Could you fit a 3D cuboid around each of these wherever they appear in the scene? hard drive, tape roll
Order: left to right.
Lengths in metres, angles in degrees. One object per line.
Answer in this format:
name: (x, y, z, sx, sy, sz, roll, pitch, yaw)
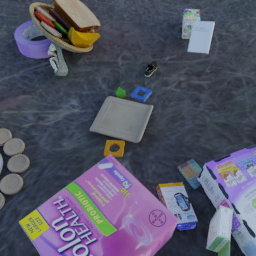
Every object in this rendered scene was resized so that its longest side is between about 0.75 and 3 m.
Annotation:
tape roll: (-3.561, -3.662, 11.392, 1.892, 0.621, 1.892, 1, 52, -1)
hard drive: (2.307, -2.863, 8.859, 0.651, 0.132, 0.987, 12, 92, 23)

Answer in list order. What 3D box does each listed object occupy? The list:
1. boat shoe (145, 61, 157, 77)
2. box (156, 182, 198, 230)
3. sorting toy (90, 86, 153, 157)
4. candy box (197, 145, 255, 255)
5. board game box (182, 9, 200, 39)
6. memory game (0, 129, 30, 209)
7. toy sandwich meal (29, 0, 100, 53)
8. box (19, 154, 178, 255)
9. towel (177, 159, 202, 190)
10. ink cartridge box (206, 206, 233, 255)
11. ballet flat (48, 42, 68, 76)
boat shoe: (0.888, -2.288, 10.552, 0.312, 0.267, 0.852, 23, 54, 17)
box: (1.242, 1.990, 7.090, 0.736, 0.257, 1.237, 1, 51, -23)
sorting toy: (-0.185, -0.236, 8.876, 1.669, 0.404, 2.964, 12, 53, 15)
candy box: (3.337, 1.771, 6.917, 2.128, 0.907, 2.537, -16, 55, -15)
board game box: (2.694, -4.452, 11.981, 0.675, 0.663, 1.287, 6, 52, 5)
memory game: (-4.293, 1.213, 7.857, 3.023, 0.193, 3.023, 0, 53, 0)
toy sandwich meal: (-2.283, -4.084, 10.746, 2.981, 1.021, 2.981, 31, 32, -22)
box: (-0.615, 2.297, 6.332, 2.575, 1.245, 2.265, -36, 60, -24)
towel: (1.842, 1.287, 7.863, 0.603, 0.089, 0.822, -24, 56, -19)
ink cartridge box: (2.012, 2.603, 6.242, 0.338, 1.027, 1.412, 14, 54, 11)
ballet flat: (-2.668, -2.662, 10.334, 0.520, 0.550, 1.634, -9, 73, -40)
